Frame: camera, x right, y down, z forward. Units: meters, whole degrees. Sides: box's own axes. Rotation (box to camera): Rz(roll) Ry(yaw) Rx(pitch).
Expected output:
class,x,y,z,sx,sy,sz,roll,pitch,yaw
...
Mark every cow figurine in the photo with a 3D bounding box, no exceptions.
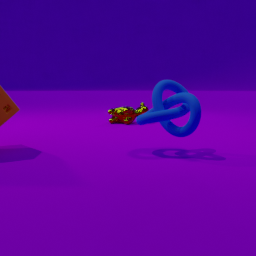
class,x,y,z,sx,sy,sz,roll,pitch,yaw
cow figurine,0.066,-0.500,9.939,1.316,0.722,1.295,0,11,26

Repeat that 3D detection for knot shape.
class,x,y,z,sx,sy,sz,roll,pitch,yaw
knot shape,0.708,-0.329,5.323,1.182,0.584,1.264,-22,45,6

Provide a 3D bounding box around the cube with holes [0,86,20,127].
class,x,y,z,sx,sy,sz,roll,pitch,yaw
cube with holes,-3.004,-0.468,5.277,1.080,1.080,1.080,14,54,43
